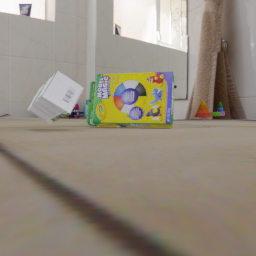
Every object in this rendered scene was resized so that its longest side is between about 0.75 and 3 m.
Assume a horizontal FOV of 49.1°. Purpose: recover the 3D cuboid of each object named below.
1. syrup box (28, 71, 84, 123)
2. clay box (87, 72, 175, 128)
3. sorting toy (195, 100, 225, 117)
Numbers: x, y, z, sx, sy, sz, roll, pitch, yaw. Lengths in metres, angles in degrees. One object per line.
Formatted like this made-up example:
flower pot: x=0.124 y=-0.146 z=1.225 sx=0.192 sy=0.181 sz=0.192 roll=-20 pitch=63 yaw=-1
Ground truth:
syrup box: x=-1.992 y=-0.745 z=7.472 sx=0.806 sy=0.779 sz=1.979 roll=33 pitch=-21 yaw=-21
clay box: x=-0.006 y=-0.889 z=9.043 sx=2.918 sy=1.676 sz=0.694 roll=0 pitch=-12 yaw=14
sorting toy: x=2.972 y=-0.701 z=10.004 sx=0.607 sy=0.602 sz=1.749 roll=1 pitch=6 yaw=44
